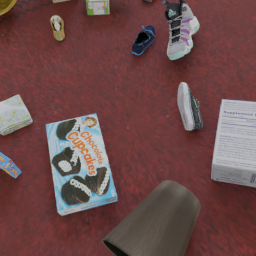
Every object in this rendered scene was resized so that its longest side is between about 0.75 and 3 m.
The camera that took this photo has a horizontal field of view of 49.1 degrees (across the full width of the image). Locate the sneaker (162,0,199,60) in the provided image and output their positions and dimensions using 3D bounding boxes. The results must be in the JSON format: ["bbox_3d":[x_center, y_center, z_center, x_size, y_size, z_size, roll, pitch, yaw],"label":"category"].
[{"bbox_3d":[1.695,-3.766,10.155,0.975,1.755,2.509,-11,42,37],"label":"sneaker"}]

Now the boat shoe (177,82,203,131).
[{"bbox_3d":[2.033,-0.699,9.137,0.606,0.616,1.709,-1,68,-11],"label":"boat shoe"}]

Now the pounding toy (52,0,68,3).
[{"bbox_3d":[-2.748,-6.531,11.424,1.332,2.558,2.912,-16,60,-10],"label":"pounding toy"}]

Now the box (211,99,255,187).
[{"bbox_3d":[3.476,0.435,7.788,2.005,1.144,2.180,7,61,20],"label":"box"}]

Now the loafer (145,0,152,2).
[{"bbox_3d":[1.184,-6.207,12.497,0.514,0.587,1.635,36,70,-3],"label":"loafer"}]

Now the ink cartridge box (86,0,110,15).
[{"bbox_3d":[-0.857,-5.560,11.945,1.855,0.703,1.371,-4,58,-4],"label":"ink cartridge box"}]

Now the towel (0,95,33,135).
[{"bbox_3d":[-3.807,-0.429,9.087,1.065,0.299,1.244,-27,62,-19],"label":"towel"}]

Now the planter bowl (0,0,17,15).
[{"bbox_3d":[-5.440,-5.685,11.468,2.812,1.171,2.812,0,91,9],"label":"planter bowl"}]

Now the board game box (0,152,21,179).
[{"bbox_3d":[-3.546,0.944,7.894,0.883,0.902,0.252,30,63,17],"label":"board game box"}]

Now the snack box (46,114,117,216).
[{"bbox_3d":[-1.390,0.955,8.111,1.592,0.508,2.740,-13,60,-8],"label":"snack box"}]

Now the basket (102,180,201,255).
[{"bbox_3d":[0.761,2.430,6.752,1.875,1.414,2.080,32,60,20],"label":"basket"}]

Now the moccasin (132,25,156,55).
[{"bbox_3d":[0.666,-3.474,10.751,0.659,0.559,1.638,17,58,11],"label":"moccasin"}]

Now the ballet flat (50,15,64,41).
[{"bbox_3d":[-2.823,-4.164,11.223,0.525,0.482,1.529,-16,60,-9],"label":"ballet flat"}]
